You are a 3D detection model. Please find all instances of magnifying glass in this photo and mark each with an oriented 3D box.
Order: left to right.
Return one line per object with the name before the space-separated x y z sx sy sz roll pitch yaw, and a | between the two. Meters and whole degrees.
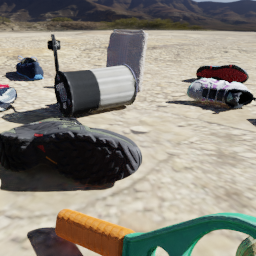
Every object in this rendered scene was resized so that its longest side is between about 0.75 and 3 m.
magnifying glass | 0.234 1.261 2.733 2.917 1.161 0.327 1 -6 43

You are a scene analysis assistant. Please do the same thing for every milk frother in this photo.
milk frother | -1.136 -1.627 8.208 2.081 2.212 1.996 -14 23 -31

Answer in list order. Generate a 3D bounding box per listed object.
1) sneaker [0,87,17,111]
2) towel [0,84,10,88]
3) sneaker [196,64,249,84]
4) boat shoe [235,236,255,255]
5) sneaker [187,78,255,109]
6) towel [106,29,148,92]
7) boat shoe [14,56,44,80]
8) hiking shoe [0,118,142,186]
sneaker | -4.474 -0.948 7.875 2.704 1.167 1.049 -20 30 -40
towel | -5.737 -1.152 9.500 2.015 0.313 2.787 11 25 27
sneaker | 3.970 -2.309 11.599 2.103 0.834 1.005 16 26 33
boat shoe | 2.126 1.443 2.720 2.006 0.742 0.666 2 17 4
sneaker | 2.914 -1.029 8.583 1.999 0.777 1.398 -2 22 -3
towel | -0.068 -2.467 10.252 1.455 2.195 0.378 8 9 18
boat shoe | -4.410 -2.832 12.762 1.071 0.874 2.546 -19 29 -38
hiking shoe | -1.021 0.211 5.244 2.796 1.059 1.407 6 27 16
